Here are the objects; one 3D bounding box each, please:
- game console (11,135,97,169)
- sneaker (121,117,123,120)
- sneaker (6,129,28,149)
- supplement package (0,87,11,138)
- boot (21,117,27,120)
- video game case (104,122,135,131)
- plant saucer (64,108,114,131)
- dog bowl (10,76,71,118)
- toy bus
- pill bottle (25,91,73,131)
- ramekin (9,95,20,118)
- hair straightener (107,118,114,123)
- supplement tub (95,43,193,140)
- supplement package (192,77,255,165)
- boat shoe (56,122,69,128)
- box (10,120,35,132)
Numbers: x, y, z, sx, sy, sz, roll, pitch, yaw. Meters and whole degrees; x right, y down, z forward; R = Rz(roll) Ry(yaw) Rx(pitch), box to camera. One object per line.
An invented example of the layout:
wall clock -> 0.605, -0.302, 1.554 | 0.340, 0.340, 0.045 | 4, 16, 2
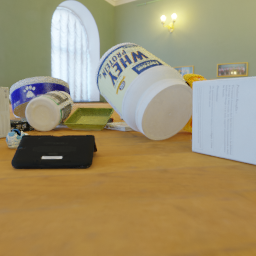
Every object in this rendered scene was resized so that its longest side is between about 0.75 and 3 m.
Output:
game console -> -1.364, 0.580, 5.564 | 1.428, 0.831, 1.256 | -1, 37, -2
sneaker -> 0.468, -0.838, 15.022 | 1.788, 0.797, 0.702 | -3, 7, -26
sneaker -> -2.818, 0.225, 7.278 | 0.457, 0.461, 1.272 | -2, 5, -8
supplement package -> -4.768, -0.430, 8.098 | 1.528, 1.539, 2.028 | 4, 8, 33
boot -> -4.085, -0.722, 12.809 | 1.624, 1.061, 0.550 | 0, 7, 0
video game case -> 0.057, -0.091, 11.070 | 1.738, 0.206, 1.582 | -6, 9, -39
plant saucer -> -1.424, -0.320, 10.792 | 1.602, 0.383, 1.599 | 1, 26, 11
dog bowl -> -4.332, -1.430, 14.080 | 2.906, 1.144, 2.906 | -11, -14, -3
toy bus -> 2.443, -0.668, 9.150 | 1.290, 1.900, 1.824 | -8, 27, -43
pill bottle -> -2.915, -0.749, 10.848 | 1.268, 1.268, 2.241 | 1, 15, 5
ramekin -> -5.535, -1.325, 16.779 | 2.902, 1.351, 2.902 | -1, 6, 0
hair straightener -> -1.347, -0.345, 13.015 | 1.290, 0.264, 0.497 | 3, 7, 17
supplement tub -> 0.444, -1.158, 8.537 | 2.095, 2.095, 2.890 | -4, 35, -32
supplement package -> 2.867, -0.190, 5.572 | 1.646, 1.640, 2.805 | -4, 8, -34
boat shoe -> -2.663, -0.149, 11.433 | 0.770, 0.239, 0.277 | 1, 7, 12
box -> -4.509, -0.071, 10.167 | 1.681, 0.366, 1.347 | 3, 7, 21
